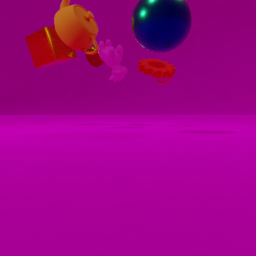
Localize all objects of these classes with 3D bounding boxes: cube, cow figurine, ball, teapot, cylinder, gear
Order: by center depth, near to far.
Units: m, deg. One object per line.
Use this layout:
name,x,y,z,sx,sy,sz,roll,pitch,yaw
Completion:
ball,0.707,-2.264,5.984,1.280,1.280,1.280,0,3,0
teapot,-1.421,-2.972,7.960,1.015,2.072,1.288,-30,-4,28
gear,0.975,-2.053,9.577,1.270,0.235,1.270,7,32,-4
cow figurine,-0.578,-2.436,10.364,0.739,1.326,1.347,-27,50,-37
cube,-2.838,-2.996,10.416,1.179,1.179,1.179,-9,11,35
cylinder,-1.123,-2.944,11.117,0.816,0.816,0.816,3,34,43

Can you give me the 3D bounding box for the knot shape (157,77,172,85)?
knot shape,1.565,-2.344,12.396,1.055,0.987,0.487,-5,-27,-17
